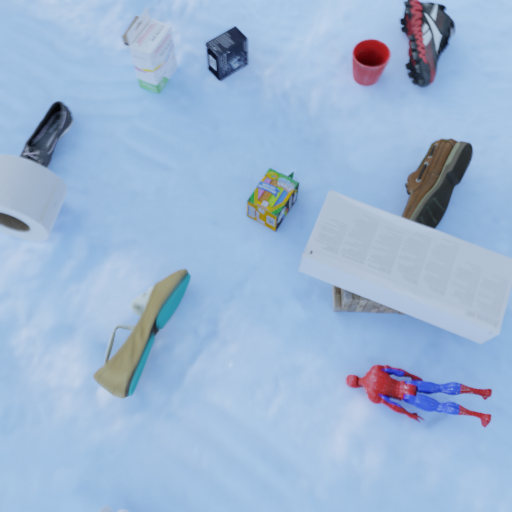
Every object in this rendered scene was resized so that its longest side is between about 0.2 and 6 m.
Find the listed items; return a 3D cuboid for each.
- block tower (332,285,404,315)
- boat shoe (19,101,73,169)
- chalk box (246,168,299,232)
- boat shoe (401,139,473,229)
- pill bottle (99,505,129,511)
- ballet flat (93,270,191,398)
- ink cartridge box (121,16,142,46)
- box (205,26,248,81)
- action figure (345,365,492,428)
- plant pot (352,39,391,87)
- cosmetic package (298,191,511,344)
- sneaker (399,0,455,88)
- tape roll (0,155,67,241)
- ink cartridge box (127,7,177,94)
[{"bbox_3d":[2.911,0.668,10.746,2.826,0.817,0.763,1,67,2],"label":"block tower"},{"bbox_3d":[-4.689,-2.513,12.229,0.676,0.576,2.023,19,68,8],"label":"boat shoe"},{"bbox_3d":[0.406,-1.260,11.609,0.737,0.742,1.189,28,68,11],"label":"chalk box"},{"bbox_3d":[3.560,-1.356,11.673,0.838,0.887,2.466,25,74,41],"label":"boat shoe"},{"bbox_3d":[-2.067,4.659,9.046,1.359,0.753,0.753,33,71,14],"label":"pill bottle"},{"bbox_3d":[-2.118,1.260,10.354,0.845,0.920,2.681,22,64,5],"label":"ballet flat"},{"bbox_3d":[-2.806,-5.413,13.640,0.628,0.286,0.763,21,68,10],"label":"ink cartridge box"},{"bbox_3d":[-0.669,-4.691,13.016,0.871,0.857,0.512,-36,71,-14],"label":"box"},{"bbox_3d":[2.852,2.484,10.063,2.494,0.645,0.816,11,63,9],"label":"action figure"},{"bbox_3d":[2.594,-4.413,12.944,0.874,0.773,0.874,0,67,0],"label":"plant pot"},{"bbox_3d":[2.650,0.205,10.020,3.509,0.888,1.448,22,68,7],"label":"cosmetic package"},{"bbox_3d":[4.104,-5.027,13.144,1.213,0.878,2.484,1,65,3],"label":"sneaker"},{"bbox_3d":[-4.685,-1.116,11.079,1.584,1.584,1.087,11,67,5],"label":"tape roll"},{"bbox_3d":[-2.296,-4.568,12.538,0.551,1.637,0.959,24,69,10],"label":"ink cartridge box"}]
